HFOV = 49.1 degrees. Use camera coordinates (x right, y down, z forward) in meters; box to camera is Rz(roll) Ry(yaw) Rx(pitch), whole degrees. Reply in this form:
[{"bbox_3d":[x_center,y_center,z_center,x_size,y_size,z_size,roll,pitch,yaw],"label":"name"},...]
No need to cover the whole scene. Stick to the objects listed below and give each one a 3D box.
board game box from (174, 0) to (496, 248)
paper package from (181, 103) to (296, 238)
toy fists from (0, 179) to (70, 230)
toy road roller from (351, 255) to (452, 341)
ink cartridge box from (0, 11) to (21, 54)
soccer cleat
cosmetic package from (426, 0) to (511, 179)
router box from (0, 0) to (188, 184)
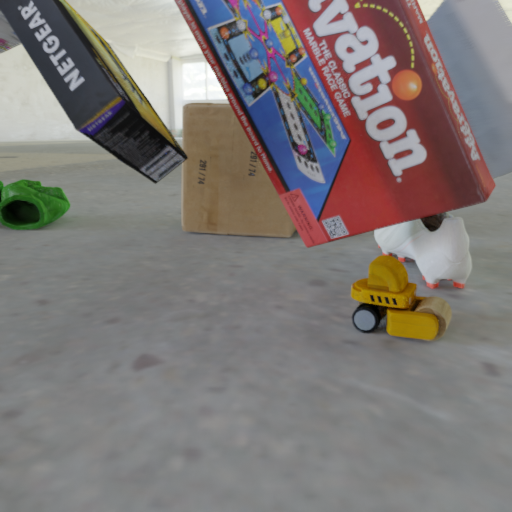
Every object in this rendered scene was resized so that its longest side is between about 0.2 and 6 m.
[{"bbox_3d":[0.568,-2.861,7.178,2.911,5.654,0.550,-16,20,43],"label":"board game box"},{"bbox_3d":[-0.254,-1.935,12.246,2.667,2.798,1.447,4,15,12],"label":"paper package"},{"bbox_3d":[-5.937,-1.250,13.197,2.960,1.018,1.509,0,14,5],"label":"toy fists"},{"bbox_3d":[1.779,0.490,6.935,1.216,0.887,0.747,7,17,25],"label":"toy road roller"},{"bbox_3d":[-4.153,-3.535,8.468,1.374,0.581,0.993,-18,-10,12],"label":"ink cartridge box"},{"bbox_3d":[2.858,-0.389,9.625,1.063,1.190,3.067,-2,15,-6],"label":"soccer cleat"},{"bbox_3d":[3.139,-2.305,7.854,0.624,2.415,1.821,-30,0,-3],"label":"cosmetic package"},{"bbox_3d":[-2.234,-2.440,7.757,0.685,2.624,2.063,-37,-18,7],"label":"router box"}]
